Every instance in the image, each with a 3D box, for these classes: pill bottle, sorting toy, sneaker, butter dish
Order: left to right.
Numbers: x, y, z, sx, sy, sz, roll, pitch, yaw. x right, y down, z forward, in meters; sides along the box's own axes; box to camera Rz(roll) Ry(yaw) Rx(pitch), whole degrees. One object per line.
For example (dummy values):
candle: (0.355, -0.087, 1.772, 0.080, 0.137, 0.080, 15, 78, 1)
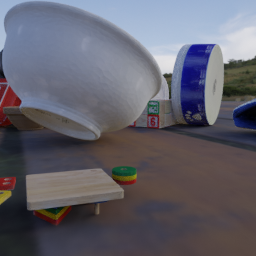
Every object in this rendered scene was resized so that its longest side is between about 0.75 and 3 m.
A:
butter dish: (-3.524, -0.580, 7.864, 1.452, 1.448, 1.073, 2, -26, 20)
sorting toy: (-0.448, 0.488, 2.001, 1.248, 0.211, 0.602, -2, 7, -21)
pill bottle: (-0.008, -1.234, 10.756, 2.767, 1.656, 1.656, 4, 8, 37)
sneaker: (3.243, -0.178, 5.289, 1.232, 1.052, 2.796, -14, 4, -21)

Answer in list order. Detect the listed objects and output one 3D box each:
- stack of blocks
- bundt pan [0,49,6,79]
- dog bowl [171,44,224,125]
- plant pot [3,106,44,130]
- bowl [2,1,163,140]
stack of blocks: (0.841, -0.493, 8.317, 1.396, 0.710, 2.424, 4, 8, 33)
bundt pan: (-2.844, -1.354, 8.533, 2.892, 2.892, 1.086, 5, 46, 38)
dog bowl: (1.990, -1.189, 7.770, 0.873, 2.217, 2.217, 7, 9, 28)
plant pot: (-2.430, -0.254, 6.946, 1.217, 0.562, 1.217, 1, 7, 0)
bowl: (-0.936, -0.625, 4.830, 2.882, 1.295, 2.882, 16, -17, 5)
